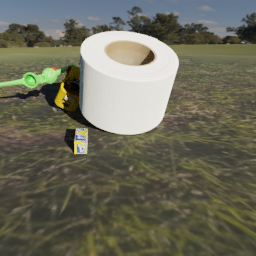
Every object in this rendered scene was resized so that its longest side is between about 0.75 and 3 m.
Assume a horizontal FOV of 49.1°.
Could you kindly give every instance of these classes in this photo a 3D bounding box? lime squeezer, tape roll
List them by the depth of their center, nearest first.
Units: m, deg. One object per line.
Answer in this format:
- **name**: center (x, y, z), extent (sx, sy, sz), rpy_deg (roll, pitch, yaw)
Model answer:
- **tape roll**: center (-0.060, -1.382, 8.175), extent (2.711, 1.861, 2.711), rpy_deg (5, 43, -5)
- **lime squeezer**: center (-3.057, -1.764, 9.457), extent (2.833, 0.534, 1.001), rpy_deg (-20, 42, -20)

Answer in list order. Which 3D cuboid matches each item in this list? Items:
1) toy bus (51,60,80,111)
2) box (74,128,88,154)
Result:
- **toy bus**: center (-1.909, -1.344, 9.788), extent (1.844, 1.955, 1.010), rpy_deg (2, 58, 25)
- **box**: center (-1.167, 0.308, 7.004), extent (0.309, 0.337, 0.961), rpy_deg (0, 19, -8)
